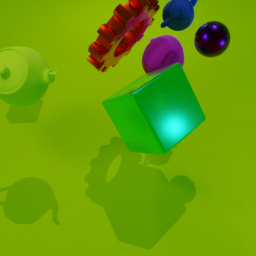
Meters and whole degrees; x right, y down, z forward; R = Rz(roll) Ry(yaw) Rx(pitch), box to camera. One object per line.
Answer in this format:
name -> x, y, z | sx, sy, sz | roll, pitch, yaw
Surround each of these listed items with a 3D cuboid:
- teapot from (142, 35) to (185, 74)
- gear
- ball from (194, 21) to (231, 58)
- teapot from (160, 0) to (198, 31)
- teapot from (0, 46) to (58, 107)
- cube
teapot -> 1.048, -1.823, 7.672 | 1.217, 0.959, 1.958 | -39, 56, 24
gear -> -0.097, -2.097, 6.237 | 0.362, 1.955, 1.955 | 43, 61, 2
ball -> 1.725, -1.817, 5.752 | 0.722, 0.722, 0.722 | 0, 52, 0
teapot -> 1.201, -2.655, 6.377 | 1.202, 0.589, 0.747 | -39, 90, -4
teapot -> -2.228, -1.084, 5.703 | 2.044, 1.001, 1.271 | 3, 87, 13
cube -> 0.542, -0.379, 6.060 | 1.370, 1.370, 1.370 | -36, 16, -26
